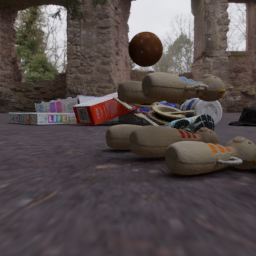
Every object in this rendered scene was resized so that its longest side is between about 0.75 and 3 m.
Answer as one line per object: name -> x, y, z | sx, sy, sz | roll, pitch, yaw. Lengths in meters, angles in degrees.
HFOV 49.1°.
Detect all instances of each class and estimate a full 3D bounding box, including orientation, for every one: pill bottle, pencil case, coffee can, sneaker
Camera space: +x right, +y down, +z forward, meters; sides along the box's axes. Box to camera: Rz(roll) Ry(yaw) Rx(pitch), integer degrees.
pill bottle -> 2.424, -0.555, 9.732 | 0.957, 0.957, 1.724 | -1, 4, -11
pencil case -> 1.057, -0.621, 11.275 | 0.953, 0.856, 2.194 | 30, -11, -26
coffee can -> 1.371, -1.240, 13.394 | 2.492, 1.823, 1.823 | -1, 4, -15
sneaker -> 1.297, -0.049, 5.916 | 1.221, 0.474, 0.527 | -2, 1, -29

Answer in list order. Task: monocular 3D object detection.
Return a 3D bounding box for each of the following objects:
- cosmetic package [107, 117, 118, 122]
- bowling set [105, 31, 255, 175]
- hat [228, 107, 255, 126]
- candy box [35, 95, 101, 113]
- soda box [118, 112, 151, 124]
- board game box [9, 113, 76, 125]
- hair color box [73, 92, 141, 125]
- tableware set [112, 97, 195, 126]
cosmetic package -> -0.550, -0.926, 13.327 | 0.881, 1.248, 2.411 | 0, 5, -4
bowling set -> 0.585, -0.336, 3.252 | 1.146, 1.486, 2.135 | 0, 7, -24
hat -> 4.477, -0.430, 10.073 | 1.707, 0.689, 1.707 | -1, 4, 0
candy box -> -2.826, -0.931, 13.698 | 2.570, 0.919, 2.156 | -7, 1, 24
soda box -> 0.246, -0.405, 11.100 | 1.415, 0.484, 0.450 | 4, 5, 45
board game box -> -3.515, -0.403, 11.413 | 2.505, 0.429, 1.684 | 4, 5, 44
hair color box -> -0.693, -0.826, 10.703 | 2.415, 0.772, 1.339 | -24, 16, -34
tableware set -> 0.856, -0.799, 9.275 | 1.795, 0.544, 2.716 | -4, 27, -35
